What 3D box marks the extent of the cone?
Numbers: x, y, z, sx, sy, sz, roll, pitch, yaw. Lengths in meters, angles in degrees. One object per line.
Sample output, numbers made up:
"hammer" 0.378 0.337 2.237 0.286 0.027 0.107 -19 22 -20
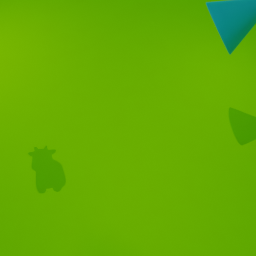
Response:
"cone" 2.645 -2.554 6.265 1.320 1.315 1.315 -25 58 25
